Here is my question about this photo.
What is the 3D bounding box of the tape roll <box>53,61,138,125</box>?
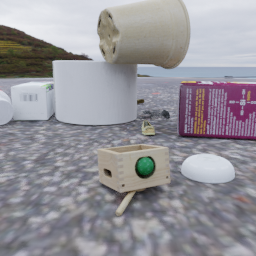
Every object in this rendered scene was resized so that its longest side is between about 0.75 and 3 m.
[{"bbox_3d":[-1.079,-1.307,9.693,2.858,1.962,2.858,0,12,0],"label":"tape roll"}]

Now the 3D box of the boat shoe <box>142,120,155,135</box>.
[{"bbox_3d":[0.548,-0.001,7.703,0.326,0.281,0.894,-1,13,-3],"label":"boat shoe"}]

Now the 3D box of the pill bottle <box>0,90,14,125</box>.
[{"bbox_3d":[-4.508,-0.818,9.132,1.113,1.113,1.998,-11,29,-41],"label":"pill bottle"}]

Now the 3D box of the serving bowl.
[{"bbox_3d":[1.366,0.639,4.799,0.897,0.295,0.897,-1,13,0],"label":"serving bowl"}]

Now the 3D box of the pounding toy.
[{"bbox_3d":[0.054,0.672,4.051,0.956,0.739,1.039,-5,3,-25],"label":"pounding toy"}]

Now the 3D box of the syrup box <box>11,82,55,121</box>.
[{"bbox_3d":[-3.392,-1.109,10.616,1.156,1.195,2.935,-1,13,-6],"label":"syrup box"}]

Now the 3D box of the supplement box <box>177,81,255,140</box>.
[{"bbox_3d":[2.741,-0.552,7.618,2.695,1.391,1.764,2,13,11],"label":"supplement box"}]

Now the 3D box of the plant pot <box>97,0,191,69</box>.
[{"bbox_3d":[0.286,-2.585,7.771,1.960,2.141,2.141,-14,17,-24],"label":"plant pot"}]

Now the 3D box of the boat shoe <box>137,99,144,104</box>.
[{"bbox_3d":[0.410,-1.244,13.440,0.766,0.280,0.248,-5,0,-23],"label":"boat shoe"}]

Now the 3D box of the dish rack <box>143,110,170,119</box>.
[{"bbox_3d":[1.007,-0.507,10.118,0.939,0.256,0.720,-3,11,-5],"label":"dish rack"}]
